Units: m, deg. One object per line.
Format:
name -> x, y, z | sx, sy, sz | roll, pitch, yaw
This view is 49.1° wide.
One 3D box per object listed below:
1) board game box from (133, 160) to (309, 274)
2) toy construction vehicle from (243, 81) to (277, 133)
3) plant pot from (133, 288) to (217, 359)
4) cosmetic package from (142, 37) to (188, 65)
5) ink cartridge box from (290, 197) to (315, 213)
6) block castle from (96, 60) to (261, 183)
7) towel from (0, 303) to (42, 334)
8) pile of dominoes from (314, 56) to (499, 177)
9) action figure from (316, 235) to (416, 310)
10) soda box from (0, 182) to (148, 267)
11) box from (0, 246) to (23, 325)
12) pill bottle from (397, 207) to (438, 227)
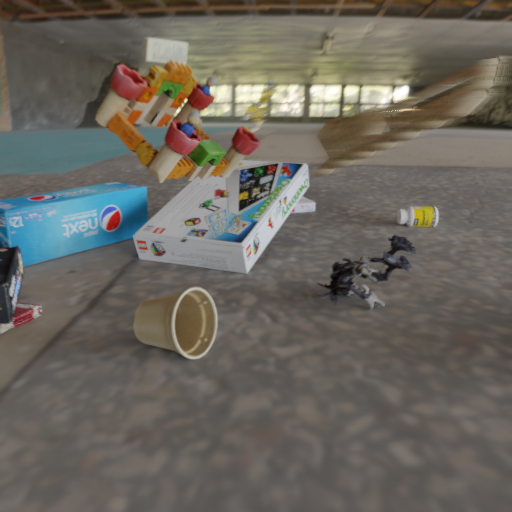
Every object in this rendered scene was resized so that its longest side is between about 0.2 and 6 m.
board game box -> -0.583, -1.037, 12.088 | 2.410, 0.661, 3.818 | 7, 35, 22
toy construction vehicle -> 0.093, -3.389, 12.992 | 0.372, 0.919, 1.055 | 35, 66, 2
plant pot -> -1.114, 0.868, 7.359 | 0.836, 0.913, 0.913 | -2, 13, 32
cosmetic package -> -1.994, -4.483, 12.270 | 0.918, 0.483, 0.326 | -2, 27, -28
ink cartridge box -> 1.006, -1.525, 16.068 | 0.874, 0.307, 1.465 | -5, 21, -18
block castle -> -1.178, -2.297, 9.472 | 1.808, 1.269, 2.706 | 46, 24, 11
towel -> -4.069, 0.987, 7.987 | 1.192, 0.188, 1.655 | 4, 16, 20
pile of dominoes -> 2.412, -2.469, 9.390 | 3.015, 0.480, 2.350 | -20, 22, 35
action figure -> 1.745, 0.369, 8.896 | 1.657, 0.846, 0.985 | -34, 26, 39
soda box -> -3.964, -0.756, 11.984 | 1.108, 1.171, 3.453 | 13, 21, 36
box -> -4.976, 0.518, 8.379 | 2.657, 0.660, 2.637 | -7, 15, -17
pill bottle -> 3.991, -0.973, 13.890 | 0.913, 0.508, 0.508 | 0, 17, -1
